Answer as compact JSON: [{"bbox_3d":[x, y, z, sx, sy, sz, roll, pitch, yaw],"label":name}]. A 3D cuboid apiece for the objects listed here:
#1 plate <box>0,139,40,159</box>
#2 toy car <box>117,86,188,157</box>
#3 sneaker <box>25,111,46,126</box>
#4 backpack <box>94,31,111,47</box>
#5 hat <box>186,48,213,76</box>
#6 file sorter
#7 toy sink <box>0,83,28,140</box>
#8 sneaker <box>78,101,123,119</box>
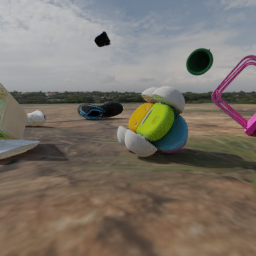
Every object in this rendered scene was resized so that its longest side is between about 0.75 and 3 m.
[{"bbox_3d":[-2.923,0.461,6.110,1.424,0.231,1.427,3,7,16],"label":"plate"},{"bbox_3d":[0.696,-0.008,6.268,1.338,1.562,1.784,36,-4,-15],"label":"toy car"},{"bbox_3d":[-4.286,-0.308,11.863,1.809,0.674,0.788,-4,17,22],"label":"sneaker"},{"bbox_3d":[-1.362,-4.607,14.587,0.743,0.780,0.601,-22,29,15],"label":"backpack"},{"bbox_3d":[3.178,-2.686,11.719,1.083,1.307,1.151,49,19,23],"label":"hat"},{"bbox_3d":[4.391,-1.272,10.105,1.876,2.079,2.992,44,20,14],"label":"file sorter"},{"bbox_3d":[-3.430,-0.316,6.943,1.129,0.970,1.732,3,-23,3],"label":"toy sink"},{"bbox_3d":[-1.419,-0.860,15.797,2.696,0.987,1.104,-8,28,-26],"label":"sneaker"}]
